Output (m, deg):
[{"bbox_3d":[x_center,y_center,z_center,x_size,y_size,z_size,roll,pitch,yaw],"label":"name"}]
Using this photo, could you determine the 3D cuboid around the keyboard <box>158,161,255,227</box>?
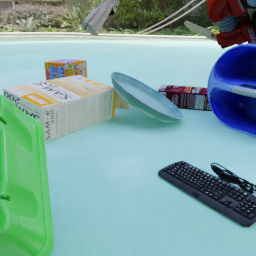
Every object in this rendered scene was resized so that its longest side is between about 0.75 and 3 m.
[{"bbox_3d":[1.387,0.844,4.531,0.937,0.357,1.801,-15,27,-35],"label":"keyboard"}]

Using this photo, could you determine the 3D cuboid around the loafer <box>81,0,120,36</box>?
[{"bbox_3d":[-0.531,-2.759,6.700,1.434,0.451,0.515,-54,7,-18],"label":"loafer"}]

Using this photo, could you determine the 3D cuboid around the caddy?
[{"bbox_3d":[3.258,-0.863,6.656,1.563,2.105,2.978,-6,20,-33],"label":"caddy"}]

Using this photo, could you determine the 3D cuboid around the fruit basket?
[{"bbox_3d":[-2.372,0.746,3.329,2.969,2.142,2.969,-11,-21,-4],"label":"fruit basket"}]

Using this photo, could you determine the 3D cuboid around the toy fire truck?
[{"bbox_3d":[2.604,-3.065,7.649,2.485,1.599,2.187,-16,-34,33],"label":"toy fire truck"}]

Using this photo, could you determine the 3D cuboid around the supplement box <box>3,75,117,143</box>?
[{"bbox_3d":[-1.692,-0.645,7.388,1.584,0.924,2.513,24,30,31],"label":"supplement box"}]

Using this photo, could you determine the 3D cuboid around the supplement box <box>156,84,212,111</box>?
[{"bbox_3d":[1.886,-1.019,9.182,1.840,0.560,1.001,7,22,15],"label":"supplement box"}]

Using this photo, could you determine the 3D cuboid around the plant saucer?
[{"bbox_3d":[0.487,-0.817,7.761,2.310,0.316,2.310,27,20,-11],"label":"plant saucer"}]

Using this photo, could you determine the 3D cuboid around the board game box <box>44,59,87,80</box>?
[{"bbox_3d":[-2.411,-2.059,11.066,1.175,1.175,1.174,10,23,24],"label":"board game box"}]

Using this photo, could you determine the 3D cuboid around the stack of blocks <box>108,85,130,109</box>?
[{"bbox_3d":[-0.817,-1.059,9.306,1.840,0.539,1.060,2,21,6],"label":"stack of blocks"}]
